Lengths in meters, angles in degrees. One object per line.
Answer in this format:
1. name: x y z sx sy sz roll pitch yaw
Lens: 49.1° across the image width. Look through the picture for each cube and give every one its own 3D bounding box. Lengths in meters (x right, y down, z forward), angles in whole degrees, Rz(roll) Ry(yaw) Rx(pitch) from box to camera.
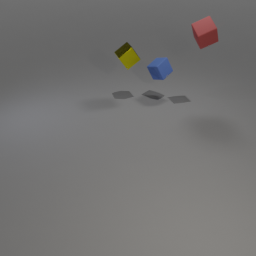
1. cube: 2.784 -3.442 10.129 0.700 0.700 0.700 -22 60 11
2. cube: -0.027 -3.000 11.652 0.700 0.700 0.700 -37 39 8
3. cube: 1.397 -2.591 12.246 0.700 0.700 0.700 -45 32 -21
